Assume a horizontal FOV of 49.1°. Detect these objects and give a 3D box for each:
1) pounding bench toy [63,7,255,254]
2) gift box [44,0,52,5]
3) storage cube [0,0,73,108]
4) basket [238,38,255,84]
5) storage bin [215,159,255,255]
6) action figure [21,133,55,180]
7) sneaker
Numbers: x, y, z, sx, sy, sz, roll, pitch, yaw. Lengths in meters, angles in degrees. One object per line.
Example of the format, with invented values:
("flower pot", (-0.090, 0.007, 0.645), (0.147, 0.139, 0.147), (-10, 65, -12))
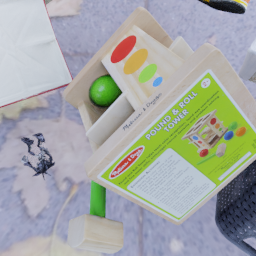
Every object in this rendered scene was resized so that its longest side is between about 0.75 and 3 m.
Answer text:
("pounding bench toy", (0.030, 0.079, 3.761), (2.596, 1.613, 2.025), (-45, 37, 11))
("gift box", (-2.385, -3.620, 5.902), (2.067, 2.214, 2.043), (-38, 101, -3))
("storage cube", (-2.320, -1.344, 5.337), (2.021, 1.817, 1.728), (-23, 104, -23))
("basket", (3.012, -1.460, 5.088), (1.306, 2.117, 1.435), (31, 98, 15))
("storage bin", (2.286, 1.066, 4.387), (1.411, 0.979, 2.088), (36, 30, 4))
("action figure", (-1.588, 0.501, 4.951), (0.436, 0.854, 0.508), (22, 39, 39))
("sneaker", (1.591, -2.448, 4.662), (0.627, 0.807, 1.793), (17, 24, -20))
